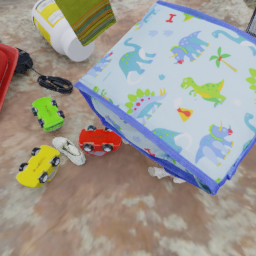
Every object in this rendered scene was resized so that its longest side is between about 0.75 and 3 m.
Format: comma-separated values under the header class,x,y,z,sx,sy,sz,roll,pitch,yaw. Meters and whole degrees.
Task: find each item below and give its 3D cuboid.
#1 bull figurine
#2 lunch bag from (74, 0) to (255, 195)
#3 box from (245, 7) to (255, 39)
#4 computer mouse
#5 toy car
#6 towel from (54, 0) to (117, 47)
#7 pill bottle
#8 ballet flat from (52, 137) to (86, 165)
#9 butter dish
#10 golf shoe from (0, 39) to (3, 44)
class,x,y,z,sx,sy,sz,roll,pitch,yaw
bull figurine,0.829,0.049,6.604,1.768,0.948,2.912,-27,59,-34
lunch bag,0.924,-0.533,4.571,2.644,1.685,2.248,33,77,32
box,3.664,-2.184,7.211,2.333,2.912,0.644,-37,63,-24
computer mouse,-2.916,-1.687,8.449,2.967,0.505,0.870,31,42,16
toy car,-1.671,0.155,6.894,2.530,0.564,2.381,-25,56,-19
towel,-0.841,-2.478,5.500,1.039,2.415,0.218,-42,77,-1
pill bottle,-2.046,-3.126,8.955,1.276,1.276,2.292,-28,58,-20
ballet flat,-1.429,0.471,6.777,1.092,0.392,0.392,33,59,24
butter dish,-4.437,-1.462,7.029,2.467,1.829,2.474,12,78,8
golf shoe,-4.945,-2.445,8.823,0.937,0.755,1.927,28,54,30
